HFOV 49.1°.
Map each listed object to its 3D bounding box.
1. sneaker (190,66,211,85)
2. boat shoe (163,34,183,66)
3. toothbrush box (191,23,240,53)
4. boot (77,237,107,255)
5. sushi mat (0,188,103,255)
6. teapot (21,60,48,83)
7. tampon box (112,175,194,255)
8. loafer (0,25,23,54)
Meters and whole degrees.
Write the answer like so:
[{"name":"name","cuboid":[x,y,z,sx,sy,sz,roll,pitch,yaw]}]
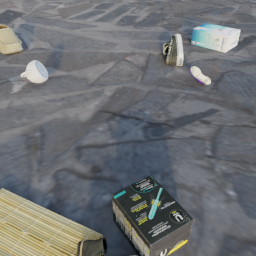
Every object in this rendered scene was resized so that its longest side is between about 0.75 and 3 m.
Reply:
[{"name":"sneaker","cuboid":[2.607,-1.915,10.425,0.324,0.932,0.464,-52,13,-4]},{"name":"boat shoe","cuboid":[1.985,-3.589,12.593,0.794,0.882,2.494,3,37,2]},{"name":"toothbrush box","cuboid":[4.355,-4.536,13.988,1.916,0.817,1.403,28,44,32]},{"name":"boot","cuboid":[-0.564,2.199,4.578,0.531,0.297,0.767,-21,59,20]},{"name":"sushi mat","cuboid":[-1.900,1.997,5.297,2.655,0.161,1.270,16,38,21]},{"name":"teapot","cuboid":[-3.342,-1.939,10.001,0.646,0.885,0.873,-26,47,13]},{"name":"tampon box","cuboid":[0.409,1.694,5.176,0.938,0.790,1.252,-20,40,-26]},{"name":"loafer","cuboid":[-5.900,-4.333,13.603,1.018,0.919,2.691,-23,41,-29]}]
